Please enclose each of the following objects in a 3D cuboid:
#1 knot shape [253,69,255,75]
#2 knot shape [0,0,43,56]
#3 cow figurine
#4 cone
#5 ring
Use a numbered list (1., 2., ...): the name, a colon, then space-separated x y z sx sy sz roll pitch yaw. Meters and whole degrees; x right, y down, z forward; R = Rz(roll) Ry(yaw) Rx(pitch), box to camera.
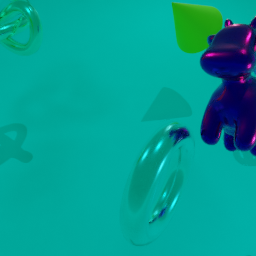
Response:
1. knot shape: 3.501 -1.309 6.350 0.530 1.074 1.148 -24 91 -27
2. knot shape: -2.704 -2.178 6.020 1.590 0.785 1.699 -34 71 -3
3. cow figurine: 1.460 -0.480 3.613 0.867 1.580 1.555 11 87 40
4. cone: 1.467 -2.792 7.061 1.353 1.358 1.353 -14 68 38
5. ring: 0.428 0.708 3.595 0.329 1.645 1.645 20 53 27
